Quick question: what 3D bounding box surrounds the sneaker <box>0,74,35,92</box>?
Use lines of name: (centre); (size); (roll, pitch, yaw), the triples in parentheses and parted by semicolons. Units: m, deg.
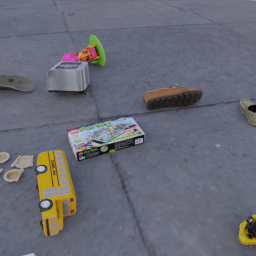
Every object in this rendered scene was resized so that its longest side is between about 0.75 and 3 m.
sneaker: (-5.591, -2.131, 13.539); (1.994, 0.746, 1.059); (9, -10, -24)

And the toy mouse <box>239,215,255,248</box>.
toy mouse: (3.583, 3.118, 6.457); (2.624, 0.508, 2.332); (-26, 43, -31)

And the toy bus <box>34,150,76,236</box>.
toy bus: (-2.116, 1.751, 8.043); (0.997, 0.829, 2.546); (-6, 36, -19)

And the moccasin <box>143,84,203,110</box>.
moccasin: (1.988, -1.431, 12.455); (2.679, 0.980, 1.034); (-12, 45, 0)

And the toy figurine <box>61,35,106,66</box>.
toy figurine: (-2.668, -3.891, 15.518); (2.147, 1.751, 2.332); (-28, 20, -18)

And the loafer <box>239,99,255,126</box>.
loafer: (5.208, -0.785, 11.754); (0.682, 0.605, 1.795); (-2, 36, -2)

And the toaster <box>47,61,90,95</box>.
toaster: (-2.722, -2.394, 13.294); (1.968, 1.167, 1.779); (2, 26, 3)

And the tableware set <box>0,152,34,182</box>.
tableware set: (-3.999, 1.298, 9.242); (1.644, 0.191, 1.373); (3, 36, 4)

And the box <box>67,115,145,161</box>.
box: (-0.831, 0.318, 10.370); (2.569, 0.446, 1.414); (-15, 38, -19)

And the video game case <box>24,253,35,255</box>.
video game case: (-2.969, 3.900, 5.581); (2.194, 0.276, 2.411); (-9, 37, -12)
